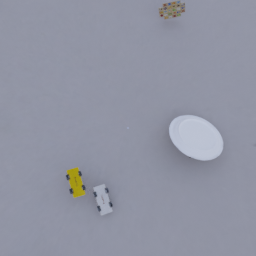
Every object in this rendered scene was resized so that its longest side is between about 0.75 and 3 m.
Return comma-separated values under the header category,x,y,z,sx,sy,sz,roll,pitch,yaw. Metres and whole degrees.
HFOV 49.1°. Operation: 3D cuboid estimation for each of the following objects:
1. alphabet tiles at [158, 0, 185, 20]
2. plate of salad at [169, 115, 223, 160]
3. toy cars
category,x,y,z,sx,sy,sz,roll,pitch,yaw
alphabet tiles,1.364,-3.655,8.681,0.817,0.680,0.026,-9,69,9
plate of salad,1.748,0.256,7.281,1.470,0.353,1.470,8,50,-10
toy cars,-0.964,1.565,6.937,1.478,0.327,0.662,33,71,-2
